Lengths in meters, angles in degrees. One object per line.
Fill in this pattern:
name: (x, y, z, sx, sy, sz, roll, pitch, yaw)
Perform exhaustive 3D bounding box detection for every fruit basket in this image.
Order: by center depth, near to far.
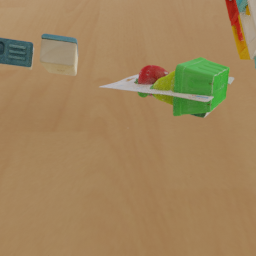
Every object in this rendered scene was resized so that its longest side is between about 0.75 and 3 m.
fruit basket: (0.554, -0.551, 3.730, 1.410, 0.661, 1.306, 5, 20, 31)

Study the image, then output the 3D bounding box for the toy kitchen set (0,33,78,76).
toy kitchen set: (-2.532, -2.579, 6.343, 2.876, 2.304, 1.694, 5, 3, -10)

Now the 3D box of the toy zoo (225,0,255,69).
toy zoo: (2.599, -2.692, 6.279, 0.295, 2.879, 1.888, -14, 1, 11)
